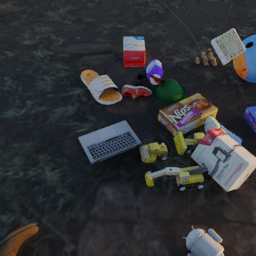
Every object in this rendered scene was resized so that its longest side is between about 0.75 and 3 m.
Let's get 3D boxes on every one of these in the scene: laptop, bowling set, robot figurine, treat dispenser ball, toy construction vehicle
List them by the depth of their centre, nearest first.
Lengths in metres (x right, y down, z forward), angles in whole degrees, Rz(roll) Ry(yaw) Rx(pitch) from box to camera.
[{"bbox_3d":[2.096,3.267,7.644,1.032,0.687,1.216,-46,59,-10],"label":"robot figurine"},{"bbox_3d":[1.704,0.991,9.612,2.462,0.867,2.144,-4,48,-3],"label":"toy construction vehicle"},{"bbox_3d":[-0.510,0.360,9.926,2.059,1.274,2.199,-20,51,-18],"label":"laptop"},{"bbox_3d":[5.850,-3.098,12.565,2.129,2.129,2.129,0,47,0],"label":"treat dispenser ball"},{"bbox_3d":[3.904,-3.513,13.874,1.089,0.758,0.585,0,49,5],"label":"bowling set"}]

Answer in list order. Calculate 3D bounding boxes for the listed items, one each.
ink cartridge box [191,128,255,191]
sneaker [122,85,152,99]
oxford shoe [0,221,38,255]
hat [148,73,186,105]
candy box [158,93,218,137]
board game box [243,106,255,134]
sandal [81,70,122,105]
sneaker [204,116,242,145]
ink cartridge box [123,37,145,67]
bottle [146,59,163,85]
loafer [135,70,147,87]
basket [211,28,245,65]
[{"bbox_3d":[3.145,1.021,9.232,0.720,1.255,1.727,-3,40,-43],"label":"ink cartridge box"},{"bbox_3d":[0.371,-1.492,12.257,1.320,0.508,0.561,7,62,14],"label":"sneaker"},{"bbox_3d":[-3.279,3.454,7.551,2.218,0.806,0.936,-38,77,-30],"label":"oxford shoe"},{"bbox_3d":[1.792,-2.022,11.873,1.524,1.620,1.840,15,49,13],"label":"hat"},{"bbox_3d":[2.383,-0.540,11.223,2.055,0.580,1.199,-23,51,-22],"label":"candy box"},{"bbox_3d":[5.683,0.009,10.769,1.473,0.491,2.191,-8,48,-8],"label":"board game box"},{"bbox_3d":[-1.335,-2.023,12.438,1.052,0.787,2.745,-29,54,-24],"label":"sandal"},{"bbox_3d":[3.580,0.366,10.427,1.003,0.723,1.910,3,49,-18],"label":"sneaker"},{"bbox_3d":[0.310,-3.897,14.266,1.087,0.629,1.872,-1,48,-1],"label":"ink cartridge box"},{"bbox_3d":[1.202,-2.503,12.659,0.594,0.760,1.819,38,27,-18],"label":"bottle"},{"bbox_3d":[0.624,-2.368,13.024,0.382,0.395,1.126,14,49,12],"label":"loafer"},{"bbox_3d":[3.285,-2.692,9.141,0.786,0.863,1.274,-29,8,27],"label":"basket"}]
